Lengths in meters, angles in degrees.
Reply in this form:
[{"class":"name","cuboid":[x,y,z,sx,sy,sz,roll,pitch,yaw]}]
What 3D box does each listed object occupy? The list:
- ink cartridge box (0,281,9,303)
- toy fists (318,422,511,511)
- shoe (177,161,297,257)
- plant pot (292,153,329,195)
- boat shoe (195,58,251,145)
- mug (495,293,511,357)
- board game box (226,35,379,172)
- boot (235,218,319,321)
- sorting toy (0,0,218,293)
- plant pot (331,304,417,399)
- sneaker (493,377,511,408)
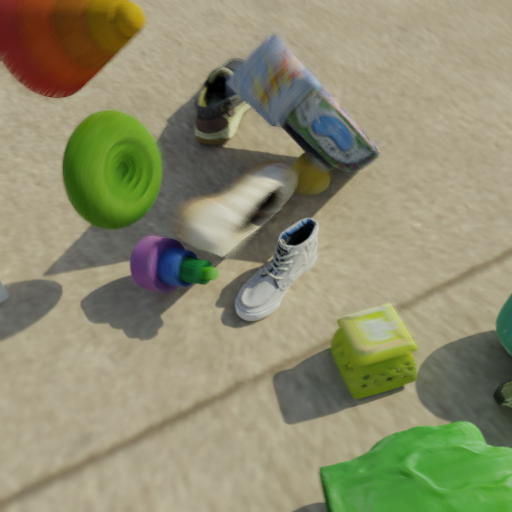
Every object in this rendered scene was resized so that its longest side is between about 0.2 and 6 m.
[{"class":"ink cartridge box","cuboid":[-4.226,0.537,7.837,0.830,0.487,1.134,36,58,29]},{"class":"toy fists","cuboid":[1.990,3.416,4.607,2.084,1.406,4.089,-12,50,-1]},{"class":"shoe","cuboid":[-0.057,-0.697,8.426,0.716,0.939,2.684,26,39,25]},{"class":"plant pot","cuboid":[0.914,-1.477,9.652,0.722,0.512,0.722,-1,45,1]},{"class":"boat shoe","cuboid":[-0.583,-3.275,11.071,0.975,0.897,2.729,9,48,8]},{"class":"mug","cuboid":[3.709,1.014,7.013,1.130,0.851,1.376,-3,39,-35]},{"class":"board game box","cuboid":[0.677,-2.354,8.809,2.850,0.879,2.848,48,19,0]},{"class":"boot","cuboid":[0.302,0.125,7.983,0.631,0.819,1.714,28,53,24]},{"class":"sorting toy","cuboid":[-1.384,-1.247,6.679,1.490,4.326,1.500,8,40,34]},{"class":"plant pot","cuboid":[1.475,1.141,7.011,0.866,0.790,0.871,-15,47,-8]},{"class":"sneaker","cuboid":[4.237,2.005,6.157,3.038,1.168,1.346,9,59,12]}]
